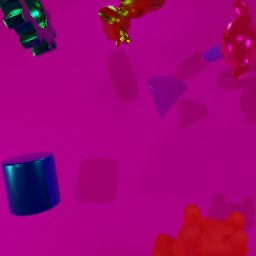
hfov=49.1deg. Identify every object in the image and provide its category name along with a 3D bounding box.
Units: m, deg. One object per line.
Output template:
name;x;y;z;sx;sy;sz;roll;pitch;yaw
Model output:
ring;2.644;-2.080;6.937;1.615;1.615;0.323;-27;96;-9
cow figurine;1.281;2.199;5.089;1.676;1.650;0.920;4;31;13
cylinder;-1.987;1.117;5.795;1.049;1.049;1.049;-7;96;-2
cone;0.850;-0.618;6.703;0.958;0.962;0.958;4;32;-3
cow figurine;0.137;-2.428;5.646;1.496;1.472;0.821;-22;53;-37
gear;-2.019;-2.383;5.500;0.350;1.895;1.895;-20;71;7
monkey head;2.139;-1.483;4.879;0.998;0.836;1.388;2;90;39
